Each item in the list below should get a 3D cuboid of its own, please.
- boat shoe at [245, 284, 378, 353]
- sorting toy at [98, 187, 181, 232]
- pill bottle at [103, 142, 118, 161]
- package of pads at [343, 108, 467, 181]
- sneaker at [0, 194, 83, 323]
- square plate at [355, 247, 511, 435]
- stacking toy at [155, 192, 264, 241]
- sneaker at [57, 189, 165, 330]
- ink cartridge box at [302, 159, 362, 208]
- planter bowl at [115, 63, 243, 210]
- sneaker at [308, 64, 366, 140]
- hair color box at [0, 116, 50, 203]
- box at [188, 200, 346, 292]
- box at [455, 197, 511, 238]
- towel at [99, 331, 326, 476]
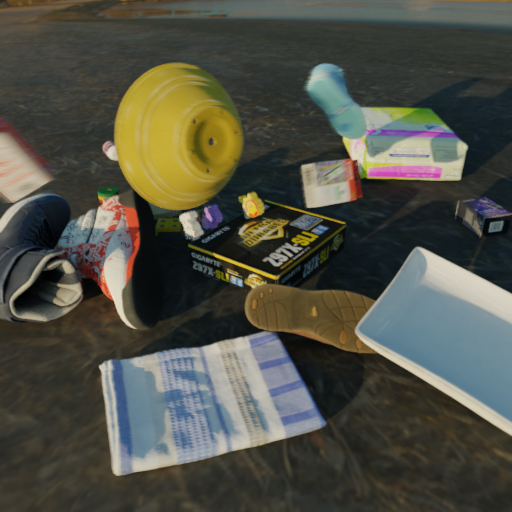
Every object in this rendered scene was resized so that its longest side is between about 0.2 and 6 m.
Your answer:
[{"bbox_3d":[1.028,0.904,8.676,2.405,0.866,0.812,12,-1,1],"label":"boat shoe"},{"bbox_3d":[-2.467,-0.888,12.223,1.391,0.488,2.886,-13,31,-22],"label":"sorting toy"},{"bbox_3d":[-4.086,-2.984,16.030,0.412,0.412,0.740,-15,33,-25],"label":"pill bottle"},{"bbox_3d":[3.900,-3.167,15.574,2.709,1.196,3.507,1,29,0],"label":"package of pads"},{"bbox_3d":[-3.671,-0.029,9.743,2.331,1.227,3.226,2,37,25],"label":"sneaker"},{"bbox_3d":[3.097,1.193,8.070,2.783,0.400,2.810,30,39,17],"label":"square plate"},{"bbox_3d":[-1.118,-0.666,11.303,1.657,0.516,2.198,-22,6,-37],"label":"stacking toy"},{"bbox_3d":[-2.616,0.254,9.858,1.675,1.043,3.124,-23,47,10],"label":"sneaker"},{"bbox_3d":[1.450,-1.309,9.850,1.359,0.741,0.342,-13,8,-34],"label":"ink cartridge box"},{"bbox_3d":[-0.891,-1.731,8.394,2.236,2.236,0.931,-21,25,-33],"label":"planter bowl"},{"bbox_3d":[1.587,-2.987,10.578,0.609,1.532,1.000,-24,37,30],"label":"sneaker"},{"bbox_3d":[-3.897,-1.559,8.488,0.722,1.422,0.436,-28,39,8],"label":"hair color box"},{"bbox_3d":[0.271,-0.194,10.900,2.031,0.628,2.544,21,36,30],"label":"box"},{"bbox_3d":[4.911,-0.845,12.156,0.710,0.500,0.959,-9,31,-14],"label":"box"},{"bbox_3d":[-0.673,1.855,7.566,2.723,0.324,2.000,-8,31,-14],"label":"towel"}]
